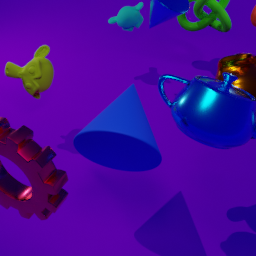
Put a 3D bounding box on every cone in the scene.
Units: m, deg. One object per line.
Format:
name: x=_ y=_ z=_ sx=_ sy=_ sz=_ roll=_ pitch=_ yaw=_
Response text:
cone: x=-0.042 y=-0.222 z=5.336 sx=1.592 sy=1.592 sz=1.598 roll=9 pitch=61 yaw=7
cone: x=0.922 y=-3.345 z=8.149 sx=1.231 sy=1.235 sz=1.231 roll=13 pitch=58 yaw=-21

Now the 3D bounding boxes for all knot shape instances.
knot shape: x=2.756 y=-4.081 z=9.464 sx=1.977 sy=1.850 sz=0.913 roll=17 pitch=64 yaw=-4

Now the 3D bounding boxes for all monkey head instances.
monkey head: x=0.018 y=-3.745 z=9.283 sx=1.296 sy=0.781 sz=0.933 roll=-18 pitch=62 yaw=24
monkey head: x=2.153 y=-0.731 z=5.149 sx=1.964 sy=1.183 sz=1.413 roll=10 pitch=14 yaw=9
monkey head: x=-2.538 y=-1.438 z=7.349 sx=1.102 sy=1.531 sz=0.923 roll=18 pitch=22 yaw=-2

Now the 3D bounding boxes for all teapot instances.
teapot: x=1.370 y=-0.303 z=4.116 sx=2.018 sy=0.988 sz=1.255 roll=22 pitch=24 yaw=8

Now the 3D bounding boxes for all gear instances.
gear: x=-1.711 y=0.657 z=4.225 sx=1.711 sy=1.711 sz=0.316 roll=19 pitch=38 yaw=15

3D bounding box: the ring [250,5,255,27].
ring: x=4.175 y=-3.489 z=7.567 sx=0.371 sy=1.856 sz=1.856 roll=37 pitch=50 yaw=-18
